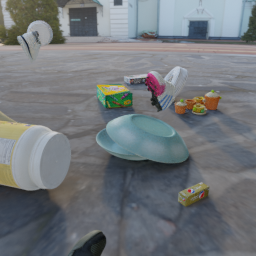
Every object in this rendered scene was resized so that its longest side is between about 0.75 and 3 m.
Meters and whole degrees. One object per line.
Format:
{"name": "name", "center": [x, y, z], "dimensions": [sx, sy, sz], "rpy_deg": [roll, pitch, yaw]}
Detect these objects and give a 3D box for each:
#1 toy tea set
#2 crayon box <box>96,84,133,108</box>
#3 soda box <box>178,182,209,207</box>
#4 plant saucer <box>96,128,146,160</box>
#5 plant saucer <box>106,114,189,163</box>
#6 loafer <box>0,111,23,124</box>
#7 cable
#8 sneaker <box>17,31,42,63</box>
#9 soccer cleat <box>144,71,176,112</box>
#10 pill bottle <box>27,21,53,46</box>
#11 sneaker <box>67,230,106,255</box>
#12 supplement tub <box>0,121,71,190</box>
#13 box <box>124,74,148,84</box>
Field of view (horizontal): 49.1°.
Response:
{"name": "toy tea set", "center": [3.114, -1.224, 12.544], "dimensions": [1.393, 0.867, 2.343], "rpy_deg": [19, 28, 40]}
{"name": "crayon box", "center": [-0.717, -1.641, 13.895], "dimensions": [1.326, 0.650, 2.233], "rpy_deg": [-6, 22, -16]}
{"name": "soda box", "center": [1.504, 1.509, 6.394], "dimensions": [0.766, 0.259, 0.245], "rpy_deg": [-13, 25, -32]}
{"name": "plant saucer", "center": [0.264, 0.472, 8.747], "dimensions": [2.517, 0.485, 2.517], "rpy_deg": [1, 21, 0]}
{"name": "plant saucer", "center": [0.684, 0.128, 8.574], "dimensions": [2.681, 0.516, 2.681], "rpy_deg": [17, 22, -7]}
{"name": "loafer", "center": [-4.577, -0.142, 9.684], "dimensions": [2.729, 0.932, 1.033], "rpy_deg": [9, 23, 22]}
{"name": "cable", "center": [2.265, -2.260, 14.056], "dimensions": [0.622, 1.795, 1.795], "rpy_deg": [28, 18, -15]}
{"name": "sneaker", "center": [-2.510, -2.121, 7.401], "dimensions": [0.507, 0.481, 1.259], "rpy_deg": [-37, 3, -14]}
{"name": "soccer cleat", "center": [0.939, -1.106, 7.654], "dimensions": [0.764, 1.769, 0.618], "rpy_deg": [-36, 66, -5]}
{"name": "pill bottle", "center": [-3.075, -3.324, 9.838], "dimensions": [0.847, 0.847, 1.462], "rpy_deg": [-5, 21, -13]}
{"name": "sneaker", "center": [-0.572, 2.255, 3.997], "dimensions": [0.982, 0.655, 1.714], "rpy_deg": [11, 27, 22]}
{"name": "supplement tub", "center": [-2.656, 0.650, 6.808], "dimensions": [2.137, 1.554, 1.554], "rpy_deg": [6, 22, 17]}
{"name": "box", "center": [0.850, -3.232, 18.403], "dimensions": [1.978, 0.343, 1.088], "rpy_deg": [-9, 23, -21]}
